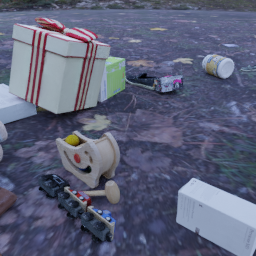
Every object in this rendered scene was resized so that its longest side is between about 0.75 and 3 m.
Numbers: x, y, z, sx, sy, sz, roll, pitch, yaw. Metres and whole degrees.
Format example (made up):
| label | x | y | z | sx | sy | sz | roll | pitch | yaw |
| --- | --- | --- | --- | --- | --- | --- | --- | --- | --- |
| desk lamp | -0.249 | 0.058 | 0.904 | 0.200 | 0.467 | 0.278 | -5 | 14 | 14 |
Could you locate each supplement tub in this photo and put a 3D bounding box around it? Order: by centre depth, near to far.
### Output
| label | x | y | z | sx | sy | sz | roll | pitch | yaw |
| --- | --- | --- | --- | --- | --- | --- | --- | --- | --- |
| supplement tub | 4.219 | -2.926 | 13.200 | 0.925 | 0.925 | 1.279 | -13 | 30 | -24 |

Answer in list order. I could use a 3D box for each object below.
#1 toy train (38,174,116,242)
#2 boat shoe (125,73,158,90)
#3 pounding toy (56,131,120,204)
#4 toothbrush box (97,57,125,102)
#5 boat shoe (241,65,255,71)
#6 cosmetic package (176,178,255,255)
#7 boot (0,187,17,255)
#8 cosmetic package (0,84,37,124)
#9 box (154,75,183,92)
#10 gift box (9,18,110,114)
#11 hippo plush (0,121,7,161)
| label | x | y | z | sx | sy | sz | roll | pitch | yaw |
| --- | --- | --- | --- | --- | --- | --- | --- | --- | --- |
| toy train | -1.012 | 1.477 | 5.478 | 0.529 | 0.394 | 2.309 | -11 | 26 | -44 |
| boat shoe | 0.603 | -2.114 | 12.081 | 1.778 | 0.553 | 0.663 | 22 | 37 | 38 |
| pounding toy | -0.969 | 0.716 | 6.029 | 1.181 | 1.177 | 2.059 | -25 | 36 | -39 |
| toothbrush box | -0.853 | -1.950 | 10.961 | 0.765 | 1.294 | 1.777 | 14 | 31 | 25 |
| boat shoe | 6.135 | -3.059 | 14.158 | 0.882 | 0.272 | 0.321 | -3 | 28 | -5 |
| cosmetic package | 1.589 | 1.548 | 4.893 | 1.385 | 0.782 | 0.562 | 20 | 34 | 37 |
| boot | -2.411 | 1.659 | 5.046 | 1.485 | 0.512 | 1.594 | 10 | 25 | 15 |
| cosmetic package | -4.529 | -0.813 | 9.521 | 2.371 | 0.613 | 1.788 | 24 | 36 | 38 |
| box | 1.628 | -1.770 | 11.180 | 0.977 | 0.561 | 0.646 | -13 | 15 | -21 |
| gift box | -2.220 | -2.187 | 9.422 | 2.521 | 2.551 | 2.732 | 21 | 21 | 18 |
| hippo plush | -4.222 | 0.323 | 6.813 | 1.833 | 1.816 | 2.280 | 0 | 65 | 39 |
